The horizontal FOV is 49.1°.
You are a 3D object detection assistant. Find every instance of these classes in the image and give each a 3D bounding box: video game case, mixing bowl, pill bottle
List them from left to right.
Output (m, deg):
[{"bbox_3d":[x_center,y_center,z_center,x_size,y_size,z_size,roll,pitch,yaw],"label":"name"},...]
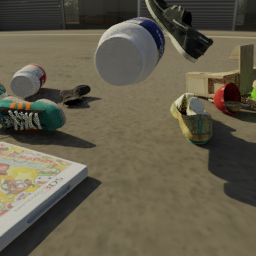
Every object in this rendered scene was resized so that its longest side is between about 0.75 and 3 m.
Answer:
[{"bbox_3d":[-2.448,1.046,5.343,2.535,0.290,2.307,11,25,25],"label":"video game case"},{"bbox_3d":[-3.967,-1.896,11.210,1.040,1.040,1.897,-1,24,-2],"label":"pill bottle"},{"bbox_3d":[0.090,-1.860,6.810,1.405,1.405,2.529,5,26,12],"label":"pill bottle"},{"bbox_3d":[3.227,-0.950,9.286,1.053,1.053,0.570,-19,9,-36],"label":"mixing bowl"}]

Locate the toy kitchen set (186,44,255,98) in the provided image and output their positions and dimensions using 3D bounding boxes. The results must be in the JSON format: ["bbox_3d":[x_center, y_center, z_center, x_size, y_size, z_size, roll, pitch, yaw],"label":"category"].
[{"bbox_3d":[3.668,-2.240,10.746,2.137,1.743,1.928,-15,19,-29],"label":"toy kitchen set"}]

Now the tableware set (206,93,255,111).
[{"bbox_3d":[3.961,-0.897,9.714,1.945,0.270,2.328,-1,19,-5],"label":"tableware set"}]

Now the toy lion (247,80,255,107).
[{"bbox_3d":[5.356,-0.650,8.639,2.344,0.840,2.446,1,30,-16],"label":"toy lion"}]

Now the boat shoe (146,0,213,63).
[{"bbox_3d":[1.481,-3.168,8.304,0.949,0.894,2.643,-10,61,-48],"label":"boat shoe"}]

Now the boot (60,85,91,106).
[{"bbox_3d":[-1.860,-1.158,10.363,1.314,0.455,1.144,-18,31,-19],"label":"boot"}]

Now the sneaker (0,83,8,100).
[{"bbox_3d":[-4.990,-1.472,10.059,1.004,1.180,2.588,-6,23,-15],"label":"sneaker"}]

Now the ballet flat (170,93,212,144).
[{"bbox_3d":[1.827,-0.517,8.159,0.996,0.996,2.818,0,23,0],"label":"ballet flat"}]

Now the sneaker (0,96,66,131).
[{"bbox_3d":[-2.927,-0.270,7.782,2.556,0.912,1.021,8,31,28],"label":"sneaker"}]
